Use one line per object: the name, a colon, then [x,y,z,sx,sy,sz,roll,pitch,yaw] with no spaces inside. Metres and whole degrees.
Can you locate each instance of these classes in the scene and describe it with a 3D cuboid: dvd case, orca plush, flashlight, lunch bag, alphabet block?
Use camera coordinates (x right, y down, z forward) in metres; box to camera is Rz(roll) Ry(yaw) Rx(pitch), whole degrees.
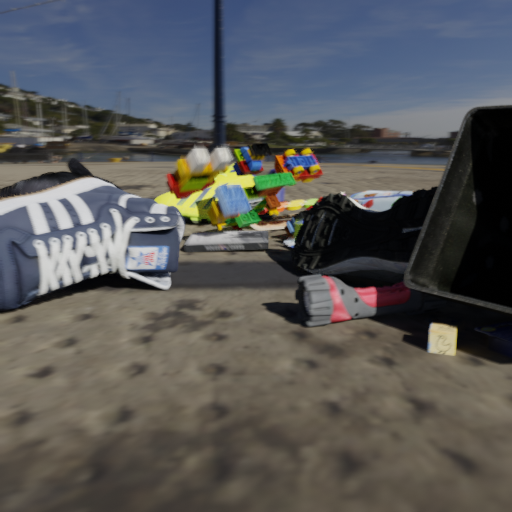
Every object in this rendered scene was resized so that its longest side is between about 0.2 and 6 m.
dvd case: [-0.502,-0.272,10.077,1.448,0.179,1.088,-3,12,2]
orca plush: [-3.225,-1.068,9.555,1.716,1.160,3.262,-32,-19,32]
flashlight: [1.244,0.395,5.973,1.612,0.548,0.546,-7,-18,-13]
lunch bag: [3.249,-0.899,11.537,2.449,0.925,1.963,6,11,31]
alphabet block: [1.707,0.765,5.129,0.232,0.227,0.228,3,14,20]

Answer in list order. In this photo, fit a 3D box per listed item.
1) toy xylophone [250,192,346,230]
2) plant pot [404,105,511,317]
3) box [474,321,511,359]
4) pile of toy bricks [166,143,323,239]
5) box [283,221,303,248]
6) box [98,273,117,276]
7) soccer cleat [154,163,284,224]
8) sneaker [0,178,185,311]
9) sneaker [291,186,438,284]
toy xylophone: [0.844,-1.001,12.337,2.296,0.577,1.681,-6,12,4]
plant pot: [2.949,-0.155,5.331,1.742,1.959,1.964,26,-7,-37]
box: [2.587,0.815,4.971,0.670,0.179,1.105,-6,13,-27]
pile of toy bricks: [-0.091,-1.021,10.886,3.405,1.889,1.681,-11,-20,-42]
box: [1.513,-0.342,9.851,1.796,0.428,1.095,-4,17,-20]
box: [-2.307,-0.068,8.567,0.865,0.483,1.225,5,12,12]
soccer cleat: [-0.859,-1.498,13.171,3.311,1.385,1.070,-6,13,-26]
sneaker: [-2.049,-0.007,6.605,1.772,1.145,3.266,20,29,13]
sneaker: [1.708,-0.096,7.616,1.313,1.224,3.311,30,-14,-33]
